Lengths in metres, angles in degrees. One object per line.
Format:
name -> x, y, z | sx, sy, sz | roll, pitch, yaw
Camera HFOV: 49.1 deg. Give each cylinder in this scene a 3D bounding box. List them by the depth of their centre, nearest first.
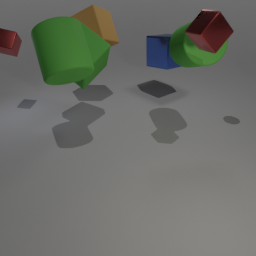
cylinder -> -1.776, -2.057, 7.671 | 1.400, 1.400, 1.400 | -16, -3, -1
cylinder -> 2.164, -2.637, 8.818 | 1.400, 1.400, 1.400 | -6, 11, -9

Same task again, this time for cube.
cube -> 1.984, -2.369, 6.880 | 0.700, 0.700, 0.700 | 37, 5, -33
cube -> -1.635, -2.518, 9.865 | 1.400, 1.400, 1.400 | 39, 72, 2
cube -> -4.480, -3.179, 10.438 | 0.700, 0.700, 0.700 | 12, -10, -3
cube -> -1.432, -3.974, 11.524 | 1.400, 1.400, 1.400 | -16, 4, 26
cube -> 1.823, -3.596, 13.074 | 1.400, 1.400, 1.400 | -19, 28, -36
